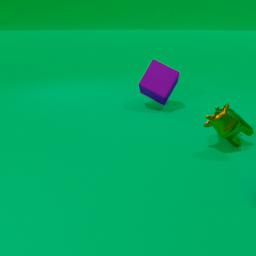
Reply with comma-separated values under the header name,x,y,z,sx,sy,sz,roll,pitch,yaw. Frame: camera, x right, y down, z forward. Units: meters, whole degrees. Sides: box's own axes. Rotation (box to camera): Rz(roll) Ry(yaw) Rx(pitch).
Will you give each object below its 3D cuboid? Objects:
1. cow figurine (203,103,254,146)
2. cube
name,x,y,z,sx,sy,sz,roll,pitch,yaw
cow figurine,2.205,-0.155,6.322,1.276,0.712,1.297,36,22,-18
cube,0.990,-1.444,8.982,0.954,0.954,0.954,29,-5,10
